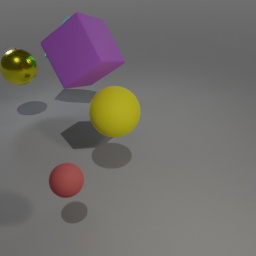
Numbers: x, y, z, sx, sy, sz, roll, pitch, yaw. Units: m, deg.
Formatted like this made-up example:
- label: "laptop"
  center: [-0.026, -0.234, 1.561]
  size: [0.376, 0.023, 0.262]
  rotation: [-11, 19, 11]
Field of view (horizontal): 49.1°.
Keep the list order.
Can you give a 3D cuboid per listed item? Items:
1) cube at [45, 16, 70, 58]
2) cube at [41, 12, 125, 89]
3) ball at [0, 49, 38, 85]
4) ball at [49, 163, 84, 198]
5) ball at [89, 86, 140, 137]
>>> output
- label: "cube"
  center: [-2.412, -3.468, 11.794]
  size: [1.400, 1.400, 1.400]
  rotation: [-23, 46, 50]
- label: "cube"
  center: [-1.191, -2.057, 7.668]
  size: [1.400, 1.400, 1.400]
  rotation: [-28, 0, 26]
- label: "ball"
  center: [-4.277, -2.382, 10.993]
  size: [1.400, 1.400, 1.400]
  rotation: [0, 29, 0]
- label: "ball"
  center: [-1.244, 1.057, 5.679]
  size: [0.700, 0.700, 0.700]
  rotation: [0, 29, 0]
- label: "ball"
  center: [-0.361, -0.443, 7.686]
  size: [1.400, 1.400, 1.400]
  rotation: [0, 29, 0]
